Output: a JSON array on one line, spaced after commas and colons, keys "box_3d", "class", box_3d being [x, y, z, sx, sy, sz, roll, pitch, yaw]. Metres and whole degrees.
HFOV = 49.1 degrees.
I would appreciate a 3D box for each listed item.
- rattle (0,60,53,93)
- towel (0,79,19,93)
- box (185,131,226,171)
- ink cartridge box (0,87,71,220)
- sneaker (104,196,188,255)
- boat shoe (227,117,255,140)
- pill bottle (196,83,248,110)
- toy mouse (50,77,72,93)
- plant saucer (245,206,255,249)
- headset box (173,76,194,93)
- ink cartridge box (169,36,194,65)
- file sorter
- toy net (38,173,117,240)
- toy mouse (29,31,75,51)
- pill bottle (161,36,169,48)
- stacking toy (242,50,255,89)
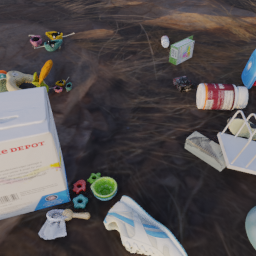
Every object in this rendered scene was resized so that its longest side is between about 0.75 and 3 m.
[{"box_3d": [-4.660, -2.407, 11.933, 2.649, 1.892, 1.724, 32, 53, 11], "class": "rattle"}, {"box_3d": [-5.780, -1.746, 12.517, 1.874, 0.461, 2.526, -13, 42, -15], "class": "towel"}, {"box_3d": [2.744, 0.777, 9.643, 1.518, 0.519, 0.624, 33, 52, 32], "class": "box"}, {"box_3d": [-3.027, 0.691, 7.919, 2.153, 2.925, 2.115, -11, 43, -12], "class": "ink cartridge box"}, {"box_3d": [0.461, 2.840, 7.150, 2.485, 0.951, 1.004, 30, 62, 35], "class": "sneaker"}, {"box_3d": [4.077, -0.051, 9.939, 1.777, 0.632, 0.556, 17, 33, -32], "class": "boat shoe"}, {"box_3d": [3.840, -1.277, 11.499, 1.857, 1.060, 1.060, 2, 42, 1], "class": "pill bottle"}, {"box_3d": [-2.947, -1.825, 12.770, 1.181, 0.229, 1.050, -27, 48, -27], "class": "toy mouse"}, {"box_3d": [4.253, 2.773, 7.525, 2.014, 0.388, 2.014, 0, 41, 0], "class": "plant saucer"}, {"box_3d": [2.535, -2.054, 12.947, 0.651, 0.338, 0.875, -12, 45, -13], "class": "headset box"}, {"box_3d": [2.995, -4.131, 14.814, 1.817, 0.943, 0.539, -32, 51, -30], "class": "ink cartridge box"}, {"box_3d": [4.284, 0.508, 8.892, 2.194, 1.366, 1.522, 14, 39, -9], "class": "file sorter"}, {"box_3d": [-1.549, 2.141, 8.145, 2.516, 0.486, 1.320, -31, 50, -29], "class": "toy net"}, {"box_3d": [-4.662, -4.806, 15.886, 2.659, 0.515, 2.363, 8, 42, 9], "class": "toy mouse"}, {"box_3d": [2.145, -4.959, 16.124, 0.428, 0.428, 0.756, 1, 43, 1], "class": "pill bottle"}, {"box_3d": [6.899, -2.406, 12.740, 2.896, 1.589, 1.681, 17, 41, 1], "class": "stacking toy"}]
